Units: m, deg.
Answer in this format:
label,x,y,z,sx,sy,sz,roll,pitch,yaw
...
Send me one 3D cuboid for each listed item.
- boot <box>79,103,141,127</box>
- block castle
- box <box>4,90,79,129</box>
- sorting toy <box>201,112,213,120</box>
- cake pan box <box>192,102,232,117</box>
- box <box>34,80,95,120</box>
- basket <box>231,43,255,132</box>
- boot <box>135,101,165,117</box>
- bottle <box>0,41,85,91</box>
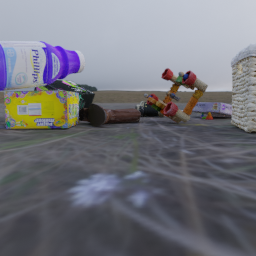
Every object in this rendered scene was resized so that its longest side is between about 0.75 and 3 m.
label,x,y,z,sx,sy,sz,roll,pitch,yaw
boot,-0.282,-0.384,8.678,2.011,0.646,1.874,2,7,-29
block castle,1.436,-1.165,9.262,1.070,1.524,2.281,28,7,-18
box,-2.330,-0.539,7.902,1.628,0.993,1.568,-1,6,2
sorting toy,3.044,-0.494,10.892,0.293,0.291,0.846,-1,7,-8
cake pan box,3.643,-0.752,11.657,1.580,0.449,1.715,10,-1,-33
box,-2.322,-1.009,10.057,1.319,1.104,1.776,30,20,24
basket,4.066,-0.980,7.111,2.538,2.041,2.516,0,6,11
boot,1.121,-0.822,12.539,1.313,0.627,1.738,4,12,16
bottle,-2.563,-1.795,7.886,0.972,1.244,2.978,22,26,37
